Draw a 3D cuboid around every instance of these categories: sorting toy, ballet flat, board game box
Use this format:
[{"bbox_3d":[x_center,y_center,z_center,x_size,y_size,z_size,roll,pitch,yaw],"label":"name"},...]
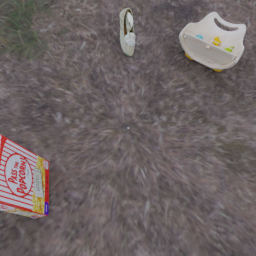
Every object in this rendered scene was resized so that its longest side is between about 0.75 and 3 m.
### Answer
[{"bbox_3d":[2.577,-2.611,8.068,1.731,0.925,1.558,31,76,15],"label":"sorting toy"},{"bbox_3d":[-0.004,-2.847,8.276,0.467,0.432,1.386,-9,91,-30],"label":"ballet flat"},{"bbox_3d":[-2.265,1.074,5.799,0.396,1.712,1.297,-14,63,12],"label":"board game box"}]
